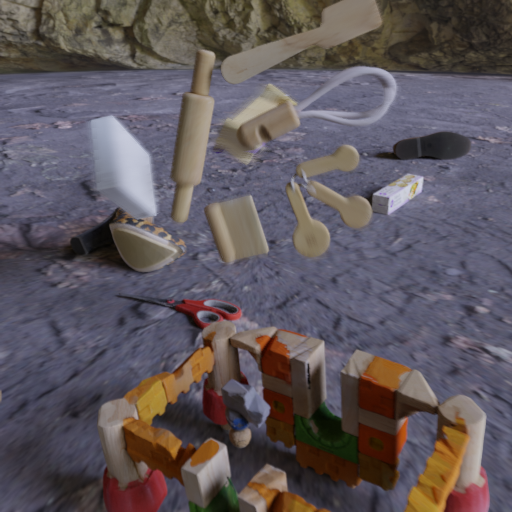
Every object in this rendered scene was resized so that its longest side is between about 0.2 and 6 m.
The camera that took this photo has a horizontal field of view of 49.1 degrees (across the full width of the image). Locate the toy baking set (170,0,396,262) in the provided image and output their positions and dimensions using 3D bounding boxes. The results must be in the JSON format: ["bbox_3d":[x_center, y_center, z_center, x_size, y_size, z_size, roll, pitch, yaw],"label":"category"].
[{"bbox_3d":[0.261,-1.398,6.578,2.476,3.226,0.375,8,19,2],"label":"toy baking set"}]

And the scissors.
[{"bbox_3d":[-1.204,0.753,8.873,2.067,0.144,0.756,14,30,32],"label":"scissors"}]

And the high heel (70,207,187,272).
[{"bbox_3d":[-1.945,-0.561,10.668,2.786,0.995,1.986,5,29,35],"label":"high heel"}]

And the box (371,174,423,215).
[{"bbox_3d":[3.488,-1.538,13.714,0.463,0.432,2.234,16,28,32],"label":"box"}]

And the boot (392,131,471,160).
[{"bbox_3d":[5.574,-3.529,17.899,2.413,0.888,0.910,-2,15,2],"label":"boot"}]

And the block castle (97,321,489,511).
[{"bbox_3d":[0.284,1.843,4.816,2.981,1.399,1.992,12,31,33],"label":"block castle"}]

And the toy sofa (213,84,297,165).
[{"bbox_3d":[-0.006,-1.913,8.384,0.583,0.687,1.408,37,48,2],"label":"toy sofa"}]

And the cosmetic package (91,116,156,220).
[{"bbox_3d":[-1.984,-1.287,8.493,0.375,1.094,1.451,-9,-15,8],"label":"cosmetic package"}]
